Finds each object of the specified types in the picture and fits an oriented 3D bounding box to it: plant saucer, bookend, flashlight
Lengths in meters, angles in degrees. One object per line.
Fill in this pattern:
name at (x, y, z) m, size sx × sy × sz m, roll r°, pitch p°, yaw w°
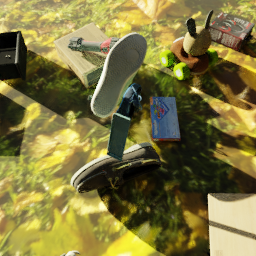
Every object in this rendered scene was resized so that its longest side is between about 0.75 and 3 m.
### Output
plant saucer at (-0.260, 0.268, 7.805) m, size 0.528 × 1.510 × 0.143 m, roll 23°, pitch 37°, yaw 14°
bookend at (-5.436, -2.933, 11.698) m, size 2.132 × 0.982 × 2.119 m, roll -8°, pitch 55°, yaw -5°
flashlight at (-1.233, -3.198, 10.797) m, size 2.086 × 0.706 × 0.709 m, roll 12°, pitch 85°, yaw 21°

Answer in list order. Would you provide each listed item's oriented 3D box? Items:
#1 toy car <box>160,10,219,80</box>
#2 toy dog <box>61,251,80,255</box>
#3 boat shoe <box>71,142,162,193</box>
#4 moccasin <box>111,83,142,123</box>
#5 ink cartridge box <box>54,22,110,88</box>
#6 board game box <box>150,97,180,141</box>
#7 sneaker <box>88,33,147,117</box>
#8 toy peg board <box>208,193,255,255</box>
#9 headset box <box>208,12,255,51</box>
toy car at (2.597, -3.500, 11.218) m, size 1.976 × 2.406 × 1.898 m, roll -29°, pitch 60°, yaw -19°
toy dog at (-1.433, 3.693, 7.319) m, size 0.789 × 0.550 × 0.765 m, roll 37°, pitch 28°, yaw 25°
boat shoe at (-0.300, 1.337, 8.622) m, size 2.868 × 1.022 × 0.864 m, roll -22°, pitch 54°, yaw -18°
moccasin at (0.132, -0.721, 10.307) m, size 0.696 × 0.822 × 2.042 m, roll 14°, pitch 68°, yaw 26°
ink cartridge box at (-1.605, -3.100, 11.780) m, size 2.017 × 0.920 × 2.449 m, roll -32°, pitch 62°, yaw -17°
board game box at (1.337, -0.369, 10.356) m, size 0.995 × 0.188 × 1.932 m, roll 1°, pitch 55°, yaw -1°
sneaker at (-0.446, -1.763, 9.579) m, size 1.102 × 1.766 × 2.993 m, roll 29°, pitch 86°, yaw -10°
toy peg board at (3.248, 2.883, 7.762) m, size 1.869 × 0.918 × 1.877 m, roll -3°, pitch 52°, yaw 17°
headset box at (4.790, -4.450, 12.938) m, size 1.895 × 0.711 × 1.409 m, roll 31°, pitch 60°, yaw 20°
